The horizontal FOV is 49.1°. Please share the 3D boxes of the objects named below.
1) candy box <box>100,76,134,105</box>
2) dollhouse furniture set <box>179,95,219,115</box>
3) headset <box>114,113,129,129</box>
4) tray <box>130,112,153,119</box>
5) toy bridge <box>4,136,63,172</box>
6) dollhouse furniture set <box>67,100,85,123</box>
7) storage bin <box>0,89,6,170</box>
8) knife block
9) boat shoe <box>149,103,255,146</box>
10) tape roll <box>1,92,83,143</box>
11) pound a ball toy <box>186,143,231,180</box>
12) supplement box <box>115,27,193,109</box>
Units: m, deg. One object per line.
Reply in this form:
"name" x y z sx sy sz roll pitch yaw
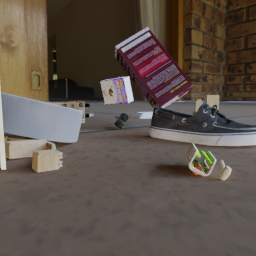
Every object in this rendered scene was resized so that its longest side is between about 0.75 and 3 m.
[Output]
"candy box" -0.380 -1.236 9.333 1.000 0.839 0.358 -1 18 35
"dollhouse furniture set" 2.552 -0.709 10.964 1.354 1.160 1.424 -2 7 -18
"headset" -0.267 -0.276 9.419 0.416 0.547 0.886 36 3 -4
"tray" 1.446 -0.694 14.588 2.407 0.267 1.292 -3 9 -22
"toy bridge" -1.912 0.402 5.360 0.807 0.327 2.402 -3 7 -44
"dollhouse furniture set" -2.502 -0.627 11.233 1.334 0.935 0.940 1 7 5
"storage bin" -2.705 -0.189 4.833 0.766 1.634 1.622 -6 8 -33
"knife block" -2.938 -0.805 13.330 2.173 0.792 2.475 -3 7 -29
"boat shoe" 1.876 -0.154 7.127 2.985 0.989 1.044 6 9 40
"tape roll" -2.368 -0.301 6.834 2.449 0.809 2.449 12 1 0
"pound a ball toy" 1.188 0.566 4.318 0.553 0.361 0.849 26 9 4
"supplement box" 0.862 -2.032 9.850 1.450 2.664 0.811 -34 -9 -10
